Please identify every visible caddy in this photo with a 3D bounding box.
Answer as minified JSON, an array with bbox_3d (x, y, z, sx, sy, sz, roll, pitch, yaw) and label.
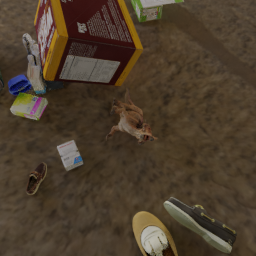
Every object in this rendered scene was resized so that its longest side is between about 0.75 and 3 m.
[{"bbox_3d":[-3.982,-1.554,10.297,0.837,0.592,0.439,-29,61,-5],"label":"caddy"}]

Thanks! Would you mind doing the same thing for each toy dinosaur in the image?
[{"bbox_3d":[0.189,-0.279,9.477,1.607,1.018,2.371,10,47,-5],"label":"toy dinosaur"}]

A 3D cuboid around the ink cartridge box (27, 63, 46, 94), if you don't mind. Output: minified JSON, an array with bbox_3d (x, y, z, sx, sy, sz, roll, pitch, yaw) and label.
[{"bbox_3d":[-3.290,-1.809,10.167,0.362,1.085,0.628,-4,63,-2],"label":"ink cartridge box"}]

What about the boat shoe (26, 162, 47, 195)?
[{"bbox_3d":[-2.888,1.540,8.769,0.393,0.392,1.090,17,62,9],"label":"boat shoe"}]

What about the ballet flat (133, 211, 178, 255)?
[{"bbox_3d":[0.968,3.450,7.467,0.956,0.878,2.786,-27,65,-9],"label":"ballet flat"}]

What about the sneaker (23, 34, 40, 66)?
[{"bbox_3d":[-3.537,-3.110,11.138,0.975,0.638,1.697,-18,69,-10],"label":"sneaker"}]

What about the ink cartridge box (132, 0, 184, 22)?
[{"bbox_3d":[1.279,-5.590,12.386,1.958,0.742,1.447,-12,62,-8],"label":"ink cartridge box"}]

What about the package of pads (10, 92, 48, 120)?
[{"bbox_3d":[-3.545,-0.765,10.019,1.074,0.366,0.830,14,62,9],"label":"package of pads"}]

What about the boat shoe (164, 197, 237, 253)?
[{"bbox_3d":[2.051,2.628,8.016,2.181,0.778,0.657,35,65,9],"label":"boat shoe"}]

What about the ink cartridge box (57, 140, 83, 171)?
[{"bbox_3d":[-1.887,0.891,9.145,0.594,0.343,0.814,-22,64,-11],"label":"ink cartridge box"}]

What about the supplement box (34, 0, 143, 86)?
[{"bbox_3d":[-1.498,-3.270,9.860,2.902,1.927,2.863,0,58,-30],"label":"supplement box"}]

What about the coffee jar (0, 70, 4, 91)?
[{"bbox_3d":[-5.405,-2.471,10.452,0.999,1.221,2.341,-19,63,-10],"label":"coffee jar"}]

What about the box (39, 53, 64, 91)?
[{"bbox_3d":[-2.831,-2.117,10.368,0.628,1.014,0.997,-11,63,-6],"label":"box"}]
